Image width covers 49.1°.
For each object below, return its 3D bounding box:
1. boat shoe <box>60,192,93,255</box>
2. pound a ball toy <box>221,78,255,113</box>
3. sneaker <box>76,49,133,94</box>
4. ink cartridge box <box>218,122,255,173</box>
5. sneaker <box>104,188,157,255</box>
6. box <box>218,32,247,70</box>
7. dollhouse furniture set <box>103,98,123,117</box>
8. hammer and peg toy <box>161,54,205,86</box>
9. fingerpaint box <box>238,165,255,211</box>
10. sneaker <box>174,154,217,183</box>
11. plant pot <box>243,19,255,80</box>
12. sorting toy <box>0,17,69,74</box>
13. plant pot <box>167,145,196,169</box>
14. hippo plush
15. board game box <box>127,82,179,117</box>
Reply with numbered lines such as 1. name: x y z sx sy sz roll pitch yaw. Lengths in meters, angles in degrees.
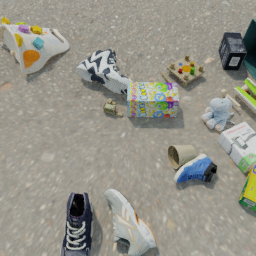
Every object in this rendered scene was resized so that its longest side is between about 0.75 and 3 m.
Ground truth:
1. boat shoe: -1.520 3.100 8.037 0.970 1.205 2.598 -2 54 -1
2. pound a ball toy: 4.884 -1.154 11.481 1.191 0.776 1.827 -40 62 8
3. sneaker: -0.673 -2.649 12.196 2.737 1.093 1.781 20 65 26
4. ink cartridge box: 4.198 0.665 10.112 1.115 0.644 1.533 -22 57 -15
5. sneaker: -0.188 2.855 8.478 1.039 0.855 2.260 -34 60 -17
6. box: 4.762 -3.527 12.846 0.765 1.085 1.466 2 55 1
7. dollhouse furniture set: -0.527 -0.911 11.380 0.776 0.431 0.686 14 56 10
8. hammer and peg toy: 2.345 -2.502 12.390 1.795 0.633 1.321 -31 60 -20
9. fingerpaint box: 4.606 2.161 9.091 1.584 0.581 1.322 25 59 16
10. sneaker: 2.367 1.562 9.508 1.563 0.600 0.869 -27 50 -26
11. plant pot: 6.818 -3.639 12.468 2.761 1.951 1.950 -12 55 -13
12. sorting toy: -4.351 -4.203 13.366 2.681 1.591 2.979 -19 55 -36
13. plant pot: 1.933 0.950 9.891 0.776 0.848 0.848 -9 54 -20
14. hippo plush: 3.568 -0.576 10.742 1.340 1.077 1.067 8 55 6
15. board game box: 0.952 -1.127 11.177 1.963 1.011 1.029 0 54 0
